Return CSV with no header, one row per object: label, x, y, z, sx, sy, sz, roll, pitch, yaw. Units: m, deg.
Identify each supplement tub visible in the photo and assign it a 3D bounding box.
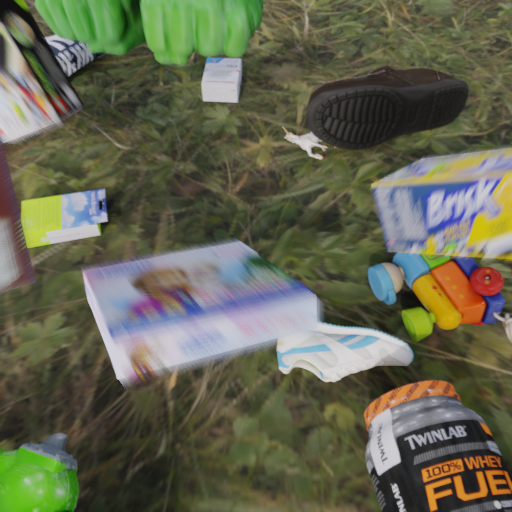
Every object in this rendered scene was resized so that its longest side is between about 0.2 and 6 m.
supplement tub,2.050,2.631,5.972,1.431,1.431,2.335,-10,51,-8

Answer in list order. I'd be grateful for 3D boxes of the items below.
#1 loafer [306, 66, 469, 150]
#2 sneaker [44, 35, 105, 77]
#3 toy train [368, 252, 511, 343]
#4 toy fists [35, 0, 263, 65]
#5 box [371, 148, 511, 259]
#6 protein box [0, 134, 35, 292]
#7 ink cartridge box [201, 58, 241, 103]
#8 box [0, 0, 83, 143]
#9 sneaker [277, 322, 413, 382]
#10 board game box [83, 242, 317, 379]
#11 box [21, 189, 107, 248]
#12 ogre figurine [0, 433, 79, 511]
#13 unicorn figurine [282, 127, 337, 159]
loafer,2.363,-2.933,10.755,3.494,1.275,1.247,-11,45,-24
sneaker,-4.006,-4.208,11.930,2.623,0.919,1.423,-22,49,-9
toy train,2.724,0.805,7.823,1.437,1.052,2.484,-23,53,-5
toy fists,-1.338,-3.053,7.032,2.855,0.982,1.455,13,34,11
box,2.832,-0.615,6.262,1.093,1.003,3.119,-27,17,-27
protein box,-2.788,-0.494,5.171,0.953,1.412,1.402,-16,28,-27
ink cartridge box,-0.719,-3.723,11.862,0.752,0.440,1.041,3,49,3
box,-3.921,-3.231,7.794,1.760,3.198,0.555,-7,31,36
sneaker,1.189,1.351,7.593,1.829,0.700,0.739,7,69,5
board game box,-0.675,0.429,5.809,1.938,0.399,1.933,-11,20,-22
box,-3.190,-0.649,9.388,1.393,0.332,0.850,-10,51,-8
ogre figurine,-2.478,3.413,5.057,2.348,1.921,3.916,-24,42,-4
unicorn figurine,1.063,-2.201,10.667,0.775,0.417,1.128,36,39,22
